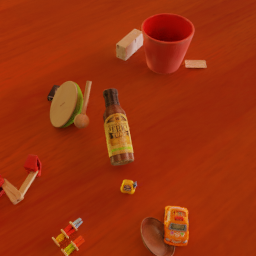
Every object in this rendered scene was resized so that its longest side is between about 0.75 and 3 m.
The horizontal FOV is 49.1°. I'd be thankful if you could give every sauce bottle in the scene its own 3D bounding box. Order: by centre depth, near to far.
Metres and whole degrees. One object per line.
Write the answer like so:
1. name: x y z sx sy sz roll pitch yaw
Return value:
1. sauce bottle: -0.468 -0.074 10.726 0.948 0.948 2.931 -11 76 -8

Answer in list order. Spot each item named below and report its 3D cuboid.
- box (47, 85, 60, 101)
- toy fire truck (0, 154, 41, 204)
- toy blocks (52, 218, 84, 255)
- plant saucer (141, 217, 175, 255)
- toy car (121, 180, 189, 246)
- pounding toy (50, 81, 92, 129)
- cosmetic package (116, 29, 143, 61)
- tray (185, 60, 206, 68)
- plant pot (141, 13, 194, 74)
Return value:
1. box: -3.052 -1.537 12.849 1.051 0.229 0.842 12 54 9
2. toy fire truck: -4.296 2.168 9.840 1.878 0.649 2.663 4 54 3
3. toy blocks: -1.766 3.493 9.028 1.054 0.383 0.878 -38 62 -25
4. plant saucer: 0.878 3.463 8.785 1.356 0.248 1.356 30 30 -19
5. toy car: 0.802 2.729 9.233 2.781 0.925 1.364 21 53 14
6. pounding toy: -2.079 -0.843 11.651 2.584 1.199 1.995 5 80 48
7. cosmetic package: 0.108 -4.335 14.544 0.616 0.846 1.664 28 59 19
8. tray: 3.406 -3.211 14.161 1.039 0.115 0.558 1 53 1
9. plant pot: 1.797 -3.937 13.453 2.382 2.108 2.382 0 54 0
